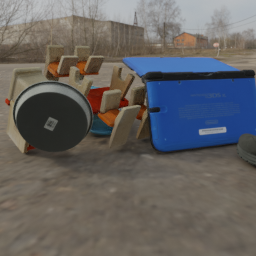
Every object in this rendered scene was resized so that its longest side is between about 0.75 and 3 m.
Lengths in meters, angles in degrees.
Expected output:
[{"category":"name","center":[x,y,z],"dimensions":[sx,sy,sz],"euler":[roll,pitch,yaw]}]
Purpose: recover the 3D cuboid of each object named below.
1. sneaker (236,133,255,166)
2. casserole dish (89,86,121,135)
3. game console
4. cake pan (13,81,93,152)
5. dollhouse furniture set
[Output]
[{"category":"sneaker","center":[2.438,0.324,4.516],"dimensions":[0.718,0.858,1.890],"euler":[5,14,-10]},{"category":"casserole dish","center":[-0.828,-0.594,7.407],"dimensions":[1.377,0.441,2.273],"euler":[7,28,-19]},{"category":"game console","center":[1.402,-0.719,6.475],"dimensions":[2.672,2.281,1.581],"euler":[-5,-2,-19]},{"category":"cake pan","center":[-1.327,-0.132,4.965],"dimensions":[1.412,1.412,0.259],"euler":[-2,31,-7]},{"category":"dollhouse furniture set","center":[-1.131,-0.565,6.242],"dimensions":[2.814,1.465,2.844],"euler":[-15,46,-44]}]
